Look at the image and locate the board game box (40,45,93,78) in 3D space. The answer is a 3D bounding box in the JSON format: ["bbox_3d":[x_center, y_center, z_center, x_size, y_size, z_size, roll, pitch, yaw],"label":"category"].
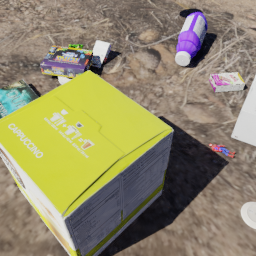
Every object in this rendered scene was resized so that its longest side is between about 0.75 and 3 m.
[{"bbox_3d":[-2.505,-2.772,11.709,1.820,0.516,1.504,8,45,4],"label":"board game box"}]

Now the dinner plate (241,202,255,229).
[{"bbox_3d":[3.526,2.384,7.692,0.804,0.097,0.804,-1,47,1],"label":"dinner plate"}]

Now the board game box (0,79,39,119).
[{"bbox_3d":[-4.095,-0.810,10.388,1.635,0.340,2.417,-31,55,-24],"label":"board game box"}]

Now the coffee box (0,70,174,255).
[{"bbox_3d":[-1.060,0.933,7.044,2.989,2.956,2.985,-36,57,-28],"label":"coffee box"}]

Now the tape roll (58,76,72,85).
[{"bbox_3d":[-2.284,-2.118,11.615,1.195,0.218,1.195,2,47,-2],"label":"tape roll"}]

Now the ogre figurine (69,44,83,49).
[{"bbox_3d":[-2.490,-3.598,12.798,0.522,0.427,0.871,17,68,29],"label":"ogre figurine"}]

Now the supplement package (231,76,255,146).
[{"bbox_3d":[4.661,-0.671,9.552,1.340,1.392,2.447,22,53,20],"label":"supplement package"}]

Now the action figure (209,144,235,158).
[{"bbox_3d":[3.053,0.700,9.139,0.826,0.213,0.270,21,54,21],"label":"action figure"}]

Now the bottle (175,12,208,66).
[{"bbox_3d":[2.816,-3.962,12.583,0.904,1.156,2.768,-1,53,38],"label":"bottle"}]

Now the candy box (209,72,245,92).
[{"bbox_3d":[3.990,-1.858,11.315,1.180,0.360,0.805,-5,48,-5],"label":"candy box"}]

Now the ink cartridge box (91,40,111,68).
[{"bbox_3d":[-1.267,-3.249,12.504,0.660,0.305,1.211,18,84,15],"label":"ink cartridge box"}]
